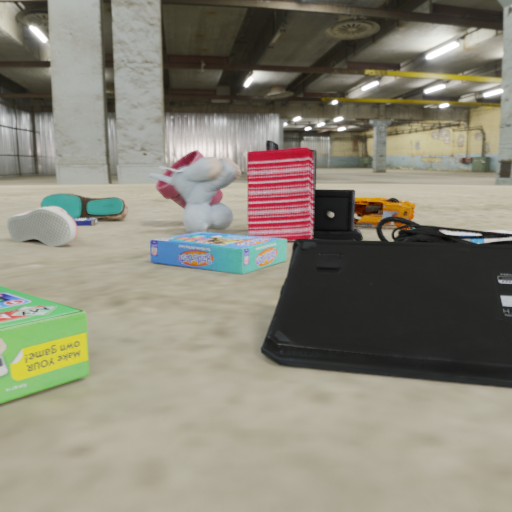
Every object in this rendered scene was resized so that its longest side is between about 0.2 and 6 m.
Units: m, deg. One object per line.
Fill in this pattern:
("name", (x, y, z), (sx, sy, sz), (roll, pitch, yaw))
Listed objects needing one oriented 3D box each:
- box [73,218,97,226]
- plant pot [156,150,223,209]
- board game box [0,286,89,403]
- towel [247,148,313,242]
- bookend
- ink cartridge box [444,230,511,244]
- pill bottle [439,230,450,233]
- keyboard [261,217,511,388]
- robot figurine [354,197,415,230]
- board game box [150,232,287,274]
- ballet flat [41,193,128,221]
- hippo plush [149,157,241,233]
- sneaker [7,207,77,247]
("box", (-4.921, -0.924, 15.310), (1.038, 0.168, 0.629), (0, 9, -8))
("plant pot", (-1.666, -1.815, 14.876), (1.519, 1.360, 1.519), (-34, 25, 18))
("board game box", (-3.545, 0.772, 3.675), (2.644, 0.572, 3.929), (9, 13, 42))
("towel", (0.494, -1.269, 11.763), (1.410, 1.950, 0.219), (0, 2, 11))
("bookend", (1.313, -1.457, 12.459), (2.149, 2.136, 0.990), (2, 9, 8))
("ink cartridge box", (3.962, -0.157, 9.648), (1.413, 0.480, 0.814), (-3, 10, -20))
("pill bottle", (3.683, -0.386, 11.439), (0.362, 0.362, 0.605), (-3, 10, -18))
("keyboard", (2.636, 0.590, 5.197), (4.836, 0.958, 2.517), (4, 33, 14))
("robot figurine", (2.790, -1.172, 14.931), (2.709, 0.789, 1.964), (4, 10, 20))
("board game box", (-0.619, -0.087, 9.405), (1.851, 0.416, 1.408), (6, 11, 32))
("ballet flat", (-4.948, -1.309, 16.319), (2.499, 0.851, 0.840), (5, -11, 2))
("hippo plush", (-1.166, -1.310, 12.747), (1.968, 1.582, 1.567), (-7, -3, -29))
("sneaker", (-4.226, -0.689, 11.872), (2.122, 0.799, 1.109), (2, 14, 37))
